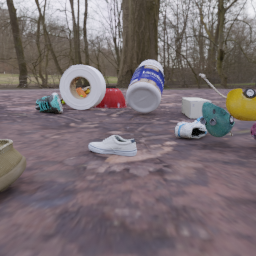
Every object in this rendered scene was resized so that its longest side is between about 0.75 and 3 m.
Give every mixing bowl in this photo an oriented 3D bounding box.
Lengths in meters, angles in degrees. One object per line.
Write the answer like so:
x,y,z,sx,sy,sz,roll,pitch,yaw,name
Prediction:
-0.857,-1.453,13.458,1.643,0.890,1.643,1,9,0,mixing bowl

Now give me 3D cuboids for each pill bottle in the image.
0.719,-1.643,10.569,1.258,1.258,2.174,2,39,12,pill bottle

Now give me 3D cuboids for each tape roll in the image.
-1.949,-1.754,12.072,1.913,1.913,0.669,2,10,12,tape roll

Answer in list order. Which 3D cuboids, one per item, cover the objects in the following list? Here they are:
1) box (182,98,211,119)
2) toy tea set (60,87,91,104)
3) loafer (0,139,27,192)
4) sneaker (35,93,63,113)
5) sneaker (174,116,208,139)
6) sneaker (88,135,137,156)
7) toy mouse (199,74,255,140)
2.383,-0.734,9.944,0.732,0.609,1.782,1,10,3,box
-2.575,-1.587,15.337,1.416,0.881,2.381,-28,2,22,toy tea set
-2.451,0.314,2.625,2.822,0.952,1.073,-5,11,-26,loafer
-3.134,-0.879,10.965,0.970,0.825,2.126,-19,11,-16,sneaker
1.595,0.043,6.151,1.152,0.432,0.499,-16,23,-32,sneaker
-0.264,0.273,4.816,0.897,0.318,0.328,3,10,20,sneaker
2.100,-0.016,5.107,2.204,0.427,1.959,18,-18,7,toy mouse
